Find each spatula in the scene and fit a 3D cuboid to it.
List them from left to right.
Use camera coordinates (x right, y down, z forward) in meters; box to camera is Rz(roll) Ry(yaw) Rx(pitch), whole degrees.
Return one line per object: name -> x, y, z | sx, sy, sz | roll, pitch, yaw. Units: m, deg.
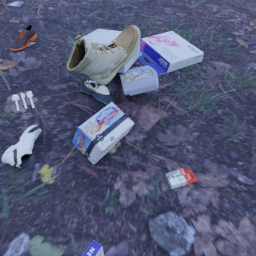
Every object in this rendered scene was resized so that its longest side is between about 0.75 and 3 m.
spatula -> -4.422, -1.132, 11.868 | 0.844, 0.098, 1.214 | -13, 47, -20

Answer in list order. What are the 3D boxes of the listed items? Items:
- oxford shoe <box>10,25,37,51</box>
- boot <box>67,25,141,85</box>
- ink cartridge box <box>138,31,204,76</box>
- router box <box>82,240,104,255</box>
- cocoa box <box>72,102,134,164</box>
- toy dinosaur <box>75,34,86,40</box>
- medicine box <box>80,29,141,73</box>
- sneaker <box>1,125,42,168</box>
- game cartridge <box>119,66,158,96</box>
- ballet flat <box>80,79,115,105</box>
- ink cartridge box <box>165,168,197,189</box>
oxford shoe -> -5.724, -4.870, 15.099 | 0.749, 0.764, 2.105 | 11, 46, 11
boot -> -0.886, -2.970, 10.552 | 0.977, 2.710, 2.096 | 51, 20, 29
ink cartridge box -> 1.890, -3.900, 14.273 | 2.799, 0.606, 2.748 | -21, 49, -22
router box -> -1.014, 3.405, 6.649 | 0.282, 1.037, 1.155 | 25, 50, 22
cocoa box -> -0.849, 0.155, 9.527 | 1.118, 1.136, 1.704 | 44, 55, 6
toy dinosaur -> -2.157, -4.876, 15.389 | 1.804, 0.428, 0.795 | 11, 39, 6
medicine box -> -0.811, -3.705, 13.202 | 2.248, 1.270, 2.468 | 11, 33, 15
sneaker -> -3.522, 0.648, 9.787 | 0.727, 0.670, 1.817 | 26, 54, 7
game cartridge -> 0.472, -2.102, 12.048 | 1.566, 0.488, 2.352 | -17, 29, 2
ballet flat -> -1.304, -1.587, 11.856 | 1.882, 0.687, 0.687 | 29, 52, 27
ink cartridge box -> 1.726, 1.586, 9.027 | 0.933, 0.235, 0.508 | -14, 47, -12
